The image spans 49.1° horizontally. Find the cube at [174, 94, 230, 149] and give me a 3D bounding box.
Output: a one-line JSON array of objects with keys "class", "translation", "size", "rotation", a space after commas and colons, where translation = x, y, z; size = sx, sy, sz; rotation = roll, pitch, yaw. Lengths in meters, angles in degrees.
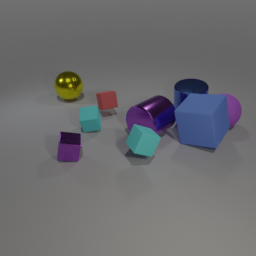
[{"class": "cube", "translation": [2.679, -0.294, 10.040], "size": [1.400, 1.400, 1.400], "rotation": [7, 36, 37]}]

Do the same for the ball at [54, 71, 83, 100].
[{"class": "ball", "translation": [-2.870, -2.052, 13.588], "size": [1.400, 1.400, 1.400], "rotation": [0, 29, 0]}]

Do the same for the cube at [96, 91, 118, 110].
[{"class": "cube", "translation": [-0.910, -1.207, 12.125], "size": [0.700, 0.700, 0.700], "rotation": [-13, 13, -20]}]

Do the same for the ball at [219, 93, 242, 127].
[{"class": "ball", "translation": [3.781, -0.676, 11.169], "size": [1.400, 1.400, 1.400], "rotation": [0, 29, 0]}]

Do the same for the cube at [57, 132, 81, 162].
[{"class": "cube", "translation": [-1.965, 0.620, 9.344], "size": [0.700, 0.700, 0.700], "rotation": [6, 33, -15]}]

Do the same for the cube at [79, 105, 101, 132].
[{"class": "cube", "translation": [-1.461, -0.358, 10.902], "size": [0.700, 0.700, 0.700], "rotation": [-8, 51, 3]}]

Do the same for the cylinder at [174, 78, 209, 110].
[{"class": "cylinder", "translation": [2.650, -1.173, 11.886], "size": [1.400, 1.400, 1.400], "rotation": [-4, 36, 3]}]

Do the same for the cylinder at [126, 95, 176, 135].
[{"class": "cylinder", "translation": [0.878, -0.384, 10.609], "size": [1.400, 1.400, 1.400], "rotation": [23, 37, 35]}]

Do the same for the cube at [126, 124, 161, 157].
[{"class": "cube", "translation": [0.468, 0.394, 8.798], "size": [0.700, 0.700, 0.700], "rotation": [15, 18, -30]}]
